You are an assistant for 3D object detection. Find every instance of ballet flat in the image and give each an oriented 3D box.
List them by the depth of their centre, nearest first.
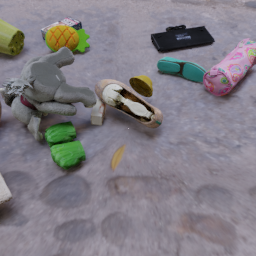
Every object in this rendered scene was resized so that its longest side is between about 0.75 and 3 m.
[{"bbox_3d":[-0.065,-0.833,8.466,2.527,0.850,0.860,29,98,16],"label":"ballet flat"},{"bbox_3d":[2.083,-2.284,10.511,1.975,0.665,0.695,18,40,15],"label":"ballet flat"}]

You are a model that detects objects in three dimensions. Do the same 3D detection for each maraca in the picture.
[{"bbox_3d":[-2.475,-3.633,11.524,1.795,0.960,1.230,1,85,-10],"label":"maraca"}]

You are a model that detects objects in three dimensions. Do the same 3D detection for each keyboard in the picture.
[{"bbox_3d":[2.327,-3.999,12.310,2.613,0.335,1.569,-12,55,-12],"label":"keyboard"}]

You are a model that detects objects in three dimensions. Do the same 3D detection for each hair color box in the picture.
[{"bbox_3d":[-2.927,-4.357,12.495,0.832,0.503,1.663,32,55,26],"label":"hair color box"}]

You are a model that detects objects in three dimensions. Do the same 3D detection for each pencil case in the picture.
[{"bbox_3d":[3.803,-2.233,10.105,1.150,1.150,2.630,33,58,27],"label":"pencil case"}]

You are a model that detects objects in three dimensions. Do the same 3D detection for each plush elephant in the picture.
[{"bbox_3d":[-2.617,-0.888,8.391,2.652,2.053,2.184,-24,75,-45],"label":"plush elephant"}]

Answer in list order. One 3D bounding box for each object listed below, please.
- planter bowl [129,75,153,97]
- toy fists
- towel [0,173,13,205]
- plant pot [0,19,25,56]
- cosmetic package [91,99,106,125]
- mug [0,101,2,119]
[{"bbox_3d":[0.510,-1.430,9.027,0.900,0.900,0.375,28,69,23],"label":"planter bowl"},{"bbox_3d":[-1.851,0.482,8.017,0.860,0.580,1.686,-13,47,-21],"label":"toy fists"},{"bbox_3d":[-4.033,1.431,6.962,1.645,0.428,2.482,-29,41,-25],"label":"towel"},{"bbox_3d":[-5.099,-3.678,11.337,1.476,1.606,1.606,23,50,4],"label":"plant pot"},{"bbox_3d":[-0.942,-0.518,8.995,0.357,0.423,0.819,8,47,2],"label":"cosmetic package"},{"bbox_3d":[-5.339,-0.889,8.444,2.803,1.870,2.488,15,51,9],"label":"mug"}]
